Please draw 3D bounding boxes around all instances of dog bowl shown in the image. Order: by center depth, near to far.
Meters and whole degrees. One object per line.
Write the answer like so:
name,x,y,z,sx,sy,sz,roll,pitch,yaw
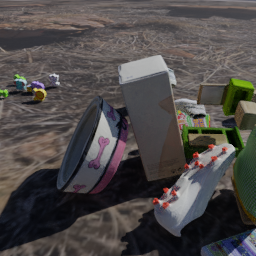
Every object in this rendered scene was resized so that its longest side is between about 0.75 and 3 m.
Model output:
dog bowl,-0.682,0.399,5.550,0.727,1.972,1.972,25,25,-17

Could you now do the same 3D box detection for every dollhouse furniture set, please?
dollhouse furniture set,1.854,0.369,5.331,1.267,1.654,2.524,2,40,2

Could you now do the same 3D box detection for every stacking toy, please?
stacking toy,-3.616,-1.559,10.171,1.950,0.458,1.470,7,32,9

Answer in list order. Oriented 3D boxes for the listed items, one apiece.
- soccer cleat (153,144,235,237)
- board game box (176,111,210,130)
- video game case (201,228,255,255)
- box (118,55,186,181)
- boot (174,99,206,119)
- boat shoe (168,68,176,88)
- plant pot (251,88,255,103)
soccer cleat,1.249,1.034,4.972,1.931,0.749,0.669,-41,19,-17
board game box,1.783,-0.164,7.596,1.061,0.507,0.159,6,-11,-18
video game case,2.266,2.170,3.874,1.725,0.209,1.895,-10,28,-18
box,0.531,-0.173,5.819,0.908,2.335,1.109,-14,31,5
boot,1.521,-0.450,6.945,0.919,0.338,0.439,0,56,-16
boat shoe,0.688,-1.745,8.831,1.988,0.708,0.693,9,-20,-34
plant pot,3.873,-0.729,8.331,0.892,0.816,0.892,-3,23,1
